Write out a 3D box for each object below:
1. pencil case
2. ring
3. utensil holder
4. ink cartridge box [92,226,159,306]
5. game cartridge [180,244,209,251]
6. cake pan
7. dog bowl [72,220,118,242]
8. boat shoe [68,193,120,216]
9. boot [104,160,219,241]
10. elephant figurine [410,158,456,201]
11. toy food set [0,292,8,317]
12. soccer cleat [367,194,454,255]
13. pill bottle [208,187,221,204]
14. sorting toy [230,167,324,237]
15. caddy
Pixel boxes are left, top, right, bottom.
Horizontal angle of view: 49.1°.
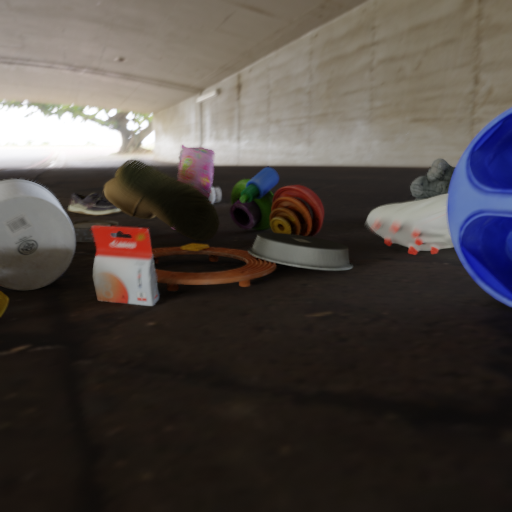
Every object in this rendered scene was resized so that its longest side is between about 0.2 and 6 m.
[{"bbox_3d":[-1.445,-1.509,12.651,0.862,1.972,0.862,7,-1,0],"label":"pencil case"},{"bbox_3d":[-0.958,0.178,8.781,2.545,0.244,2.545,1,10,0],"label":"ring"},{"bbox_3d":[-3.557,-0.339,8.480,1.475,1.475,1.736,-6,16,-26],"label":"utensil holder"},{"bbox_3d":[-1.699,0.138,7.133,0.818,1.009,0.253,4,30,16],"label":"ink cartridge box"},{"bbox_3d":[-1.061,-0.145,9.695,0.353,0.065,0.401,6,14,24],"label":"game cartridge"},{"bbox_3d":[0.756,-0.098,9.402,1.771,0.325,1.771,7,9,-1],"label":"cake pan"},{"bbox_3d":[-3.567,-0.541,12.128,1.150,0.337,1.150,1,12,0],"label":"dog bowl"},{"bbox_3d":[-4.716,-1.515,16.212,1.840,0.596,0.662,7,14,32],"label":"boat shoe"},{"bbox_3d":[-2.212,-1.158,12.689,2.495,0.942,2.849,38,-13,-13],"label":"boot"},{"bbox_3d":[4.432,-0.981,11.946,1.786,1.958,2.524,43,12,-18],"label":"elephant figurine"},{"bbox_3d":[-3.757,0.510,6.525,1.239,0.688,2.106,22,-3,-41],"label":"toy food set"},{"bbox_3d":[3.322,-0.661,9.797,2.933,1.138,1.016,6,-30,47],"label":"soccer cleat"},{"bbox_3d":[-1.769,-1.936,18.100,1.181,0.663,0.663,-6,13,-28],"label":"pill bottle"},{"bbox_3d":[0.176,-0.984,12.223,2.614,1.571,1.073,6,37,41],"label":"sorting toy"},{"bbox_3d":[4.193,-0.524,6.512,3.735,2.641,1.961,9,9,40],"label":"caddy"}]
